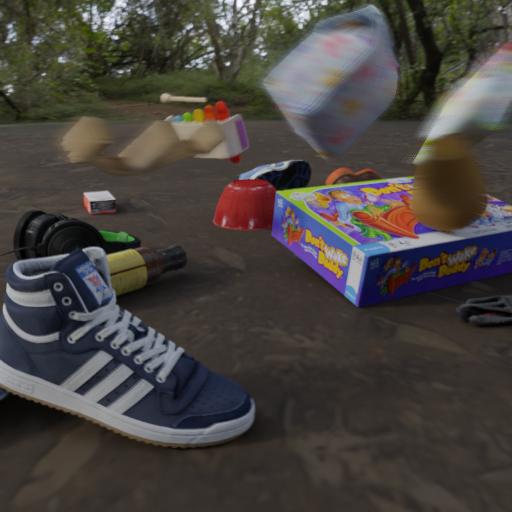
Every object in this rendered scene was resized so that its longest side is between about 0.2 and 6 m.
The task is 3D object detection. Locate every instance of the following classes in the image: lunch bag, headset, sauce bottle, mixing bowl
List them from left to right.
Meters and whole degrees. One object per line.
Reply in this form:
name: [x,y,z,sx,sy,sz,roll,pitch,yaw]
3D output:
headset: [-3.741,-0.444,10.531,2.093,1.592,3.389,13,11,38]
sauce bottle: [-2.190,0.268,9.752,0.741,0.741,2.291,15,21,39]
mixing bowl: [-0.151,-1.388,14.423,1.931,1.046,1.931,1,19,0]
lunch bag: [1.186,-2.488,8.019,1.107,1.741,1.476,52,8,28]

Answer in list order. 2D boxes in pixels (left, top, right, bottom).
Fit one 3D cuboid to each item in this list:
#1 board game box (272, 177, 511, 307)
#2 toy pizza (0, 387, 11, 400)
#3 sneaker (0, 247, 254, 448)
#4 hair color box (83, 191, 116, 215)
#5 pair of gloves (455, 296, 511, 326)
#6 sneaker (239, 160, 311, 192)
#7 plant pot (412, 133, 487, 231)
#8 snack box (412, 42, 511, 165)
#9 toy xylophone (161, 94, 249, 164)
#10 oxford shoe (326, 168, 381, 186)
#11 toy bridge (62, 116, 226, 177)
board game box: [2.925,-0.515,10.918,4.375,0.979,2.941,-9,30,-27]
toy pizza: [-3.969,1.447,6.514,2.699,0.428,2.699,1,19,0]
sneaker: [-1.355,0.882,5.858,2.940,1.595,1.031,13,19,6]
hair color box: [-4.422,-1.505,15.807,0.714,0.411,1.287,-7,17,-22]
pair of gloves: [4.318,1.060,7.923,2.325,0.323,2.610,-3,17,-9]
sneaker: [0.683,-2.634,18.253,2.807,1.063,1.081,-14,26,-40]
plant pot: [3.162,-1.322,9.299,1.253,1.345,1.253,-12,50,14]
snack box: [3.680,-2.441,9.748,0.572,1.535,2.158,30,-14,0]
toy xylophone: [-1.377,-3.152,13.747,2.478,1.814,0.623,17,44,31]
oxford shoe: [3.182,-2.020,17.098,2.673,0.951,0.969,-8,54,-47]
toy bridge: [-2.149,-2.105,11.067,1.364,0.552,4.058,-33,-6,31]
